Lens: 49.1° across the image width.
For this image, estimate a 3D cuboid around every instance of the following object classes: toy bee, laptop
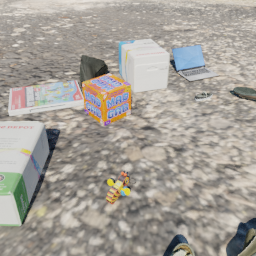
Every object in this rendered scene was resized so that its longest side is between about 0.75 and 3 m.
[{"bbox_3d":[-0.216,1.466,7.417,0.706,0.587,1.079,7,35,13],"label":"toy bee"},{"bbox_3d":[3.364,-3.263,13.981,1.747,1.081,1.866,-14,36,-19],"label":"laptop"}]

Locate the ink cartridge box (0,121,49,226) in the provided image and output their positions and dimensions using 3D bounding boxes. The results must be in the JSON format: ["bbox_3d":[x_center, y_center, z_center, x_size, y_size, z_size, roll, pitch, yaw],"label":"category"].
[{"bbox_3d":[-3.493,1.049,7.430,2.078,1.251,2.859,0,35,-1],"label":"ink cartridge box"}]

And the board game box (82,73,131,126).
[{"bbox_3d":[-0.785,-1.102,10.562,1.305,1.304,1.304,-26,43,-33],"label":"board game box"}]

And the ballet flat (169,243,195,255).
[{"bbox_3d":[0.728,2.911,5.268,0.611,0.578,1.814,21,39,27],"label":"ballet flat"}]

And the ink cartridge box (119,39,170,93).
[{"bbox_3d":[0.677,-2.931,12.950,1.668,1.660,2.273,-10,35,-14],"label":"ink cartridge box"}]

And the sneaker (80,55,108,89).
[{"bbox_3d":[-1.604,-2.721,13.228,1.349,1.129,2.973,2,35,-7],"label":"sneaker"}]

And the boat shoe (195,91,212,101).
[{"bbox_3d":[3.224,-1.396,11.897,0.895,0.306,0.330,-13,36,-19],"label":"boat shoe"}]

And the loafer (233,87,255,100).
[{"bbox_3d":[5.191,-1.335,11.715,1.591,0.500,0.572,17,45,33],"label":"loafer"}]

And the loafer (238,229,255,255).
[{"bbox_3d":[2.716,2.529,5.927,1.631,0.613,0.568,-19,26,-32],"label":"loafer"}]

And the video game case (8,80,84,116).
[{"bbox_3d":[-3.457,-1.332,11.848,2.937,0.256,2.100,-10,35,-15],"label":"video game case"}]
